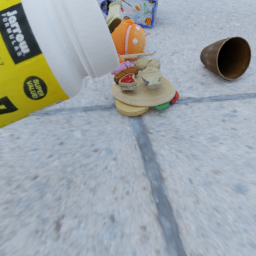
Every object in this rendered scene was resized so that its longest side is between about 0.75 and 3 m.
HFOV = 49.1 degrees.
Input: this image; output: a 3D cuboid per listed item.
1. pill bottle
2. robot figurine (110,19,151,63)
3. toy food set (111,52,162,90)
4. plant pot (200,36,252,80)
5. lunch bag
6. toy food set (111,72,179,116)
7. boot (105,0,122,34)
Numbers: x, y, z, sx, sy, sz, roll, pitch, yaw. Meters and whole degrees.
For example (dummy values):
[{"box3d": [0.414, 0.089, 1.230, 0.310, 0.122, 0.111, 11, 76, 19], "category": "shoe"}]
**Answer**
[{"box3d": [-1.647, -0.945, 4.026, 2.795, 1.597, 1.597, -24, 40, -1], "category": "pill bottle"}, {"box3d": [-0.350, -3.495, 11.162, 2.433, 1.419, 1.750, 9, 32, 11], "category": "robot figurine"}, {"box3d": [0.231, -1.708, 8.850, 1.650, 0.409, 2.596, -3, 34, 7], "category": "toy food set"}, {"box3d": [3.337, -2.554, 10.122, 1.431, 1.431, 1.531, -13, 20, -17], "category": "plant pot"}, {"box3d": [0.136, -6.620, 15.057, 2.889, 1.789, 2.456, 10, 39, 3], "category": "lunch bag"}, {"box3d": [0.511, -1.144, 8.780, 2.064, 0.507, 2.085, -9, 37, -12], "category": "toy food set"}, {"box3d": [-0.556, -3.515, 8.972, 0.373, 1.024, 0.796, 15, 66, -32], "category": "boot"}]
